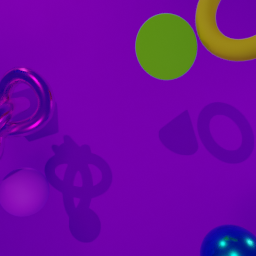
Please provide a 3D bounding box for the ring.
[{"bbox_3d":[1.978,-2.012,4.680,1.787,0.357,1.787,-3,85,38],"label":"ring"}]

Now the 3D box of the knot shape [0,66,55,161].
[{"bbox_3d":[-2.298,-0.105,5.086,1.941,0.897,1.816,-14,50,32],"label":"knot shape"}]

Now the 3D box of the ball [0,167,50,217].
[{"bbox_3d":[-1.976,1.215,5.357,0.916,0.916,0.916,0,84,0],"label":"ball"}]

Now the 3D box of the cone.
[{"bbox_3d":[0.937,-1.695,5.655,1.193,1.198,1.193,11,117,23],"label":"cone"}]

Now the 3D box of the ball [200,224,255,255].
[{"bbox_3d":[1.945,2.420,5.219,1.185,1.185,1.185,0,84,0],"label":"ball"}]
